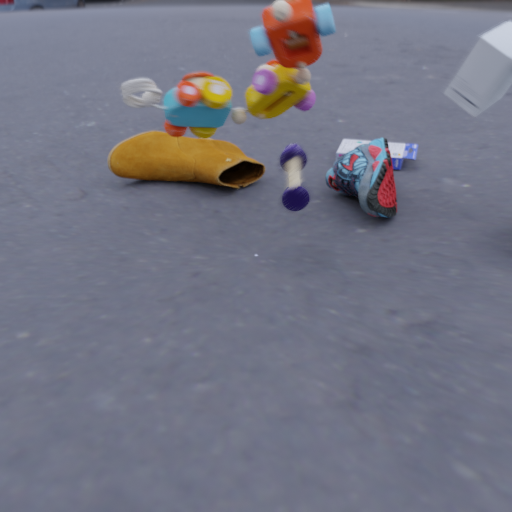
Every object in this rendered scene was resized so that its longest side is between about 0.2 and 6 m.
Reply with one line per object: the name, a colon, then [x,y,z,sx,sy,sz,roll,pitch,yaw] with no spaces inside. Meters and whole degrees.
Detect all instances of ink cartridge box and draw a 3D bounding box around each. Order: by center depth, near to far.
ink cartridge box: [2.638,-2.210,12.224,1.671,0.351,0.997,6,30,16]

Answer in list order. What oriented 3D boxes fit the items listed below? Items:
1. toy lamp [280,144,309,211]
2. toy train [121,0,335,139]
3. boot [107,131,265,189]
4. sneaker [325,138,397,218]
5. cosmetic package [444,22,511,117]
toy lamp: [0.551,-1.179,8.041,0.420,0.420,1.443,0,38,0]
toy train: [-0.309,-2.844,8.371,3.191,0.887,2.397,-14,-19,17]
boot: [-1.306,-1.788,10.850,2.660,0.936,1.904,-15,31,-33]
sneaker: [1.899,-1.312,10.260,1.241,1.031,2.599,-11,22,17]
cosmetic package: [3.734,-2.960,8.872,0.664,1.080,1.077,45,53,14]
